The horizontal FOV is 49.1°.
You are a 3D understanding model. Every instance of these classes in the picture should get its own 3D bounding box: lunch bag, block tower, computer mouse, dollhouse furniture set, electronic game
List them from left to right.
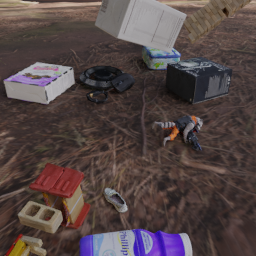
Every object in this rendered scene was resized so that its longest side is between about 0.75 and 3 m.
[{"bbox_3d":[-1.567,1.809,5.169,0.870,1.152,2.140,11,40,16],"label":"dollhouse furniture set"},{"bbox_3d":[-1.074,-2.220,12.266,2.066,0.430,2.066,2,34,-2],"label":"electronic game"},{"bbox_3d":[-0.588,-1.634,11.028,0.771,0.447,2.629,52,48,2],"label":"computer mouse"},{"bbox_3d":[1.674,-3.682,14.272,1.688,0.866,2.100,-3,33,-10],"label":"lunch bag"},{"bbox_3d":[2.906,-3.764,8.948,2.465,0.712,0.666,-35,-6,16],"label":"block tower"}]

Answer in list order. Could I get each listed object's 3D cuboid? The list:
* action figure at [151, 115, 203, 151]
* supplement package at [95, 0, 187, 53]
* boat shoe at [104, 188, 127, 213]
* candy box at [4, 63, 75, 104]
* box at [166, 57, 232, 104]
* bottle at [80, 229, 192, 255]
[{"bbox_3d":[1.608,0.063,8.309,1.445,0.781,1.494,-18,35,-11],"label":"action figure"},{"bbox_3d":[0.509,-4.022,10.442,2.837,1.614,1.554,1,31,-43],"label":"supplement package"},{"bbox_3d":[-0.284,1.577,6.301,0.288,0.250,0.780,-18,36,-27],"label":"boat shoe"},{"bbox_3d":[-3.508,-1.878,11.376,1.840,0.785,2.194,10,33,16],"label":"candy box"},{"bbox_3d":[2.778,-1.960,11.214,1.813,1.143,1.845,-18,36,-23],"label":"box"},{"bbox_3d":[0.131,2.205,4.921,1.930,0.630,0.806,-4,32,-7],"label":"bottle"}]
